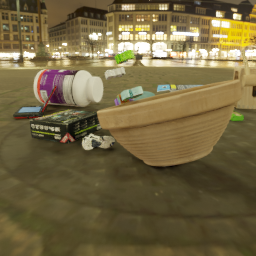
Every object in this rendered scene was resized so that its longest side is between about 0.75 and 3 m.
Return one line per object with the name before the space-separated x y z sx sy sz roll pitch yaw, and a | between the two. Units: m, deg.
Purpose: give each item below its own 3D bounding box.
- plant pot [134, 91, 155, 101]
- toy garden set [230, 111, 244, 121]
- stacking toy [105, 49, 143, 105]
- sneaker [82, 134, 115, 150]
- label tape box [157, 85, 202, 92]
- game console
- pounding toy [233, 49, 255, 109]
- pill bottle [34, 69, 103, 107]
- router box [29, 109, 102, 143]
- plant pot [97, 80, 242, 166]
plant pot | 0.433 -0.643 9.015 1.013 0.682 1.013 -6 -21 -2
toy garden set | 2.479 -0.687 9.692 2.244 0.448 1.870 -3 18 -11
stacking toy | 0.038 -0.723 6.557 0.532 1.706 2.263 -16 1 -12
sneaker | -0.721 0.276 6.591 0.753 0.301 0.490 -14 27 -13
label tape box | 2.365 -1.300 11.309 2.334 0.772 1.672 0 15 7
game console | -3.289 -0.982 10.021 1.398 0.963 1.623 -2 15 -10
pounding toy | 4.848 -1.863 10.794 1.165 2.238 2.547 3 15 12
pill bottle | -2.398 -1.632 11.442 2.601 1.463 1.463 6 16 19
router box | -1.607 -0.094 7.570 1.217 0.505 1.624 7 16 27
plant pot | 0.850 -0.051 5.431 2.693 1.243 2.693 -13 6 1
